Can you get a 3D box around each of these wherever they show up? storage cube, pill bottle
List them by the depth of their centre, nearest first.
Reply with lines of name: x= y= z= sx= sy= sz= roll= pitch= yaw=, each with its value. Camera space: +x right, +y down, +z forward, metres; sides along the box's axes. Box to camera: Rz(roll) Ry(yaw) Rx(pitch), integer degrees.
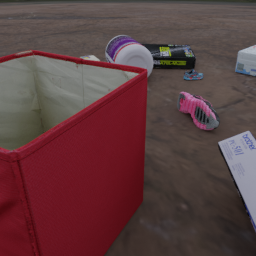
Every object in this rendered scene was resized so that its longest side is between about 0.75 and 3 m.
storage cube: x=-1.303 y=0.482 z=4.043 sx=2.372 sy=2.494 sz=2.775 roll=15 pitch=33 yaw=25
pill bottle: x=-0.054 y=-2.786 z=11.001 sx=1.441 sy=1.441 sz=2.563 roll=-7 pitch=31 yaw=-13

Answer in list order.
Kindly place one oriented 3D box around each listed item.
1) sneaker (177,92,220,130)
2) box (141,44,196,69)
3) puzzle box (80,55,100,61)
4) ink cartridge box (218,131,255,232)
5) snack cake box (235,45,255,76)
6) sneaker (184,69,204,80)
sneaker: x=2.121 y=-0.525 z=7.841 sx=0.868 sy=0.719 sz=1.820 roll=2 pitch=28 yaw=-21
box: x=1.744 y=-3.351 z=12.907 sx=2.405 sy=0.592 sz=2.490 roll=4 pitch=29 yaw=3
puzzle box: x=-1.776 y=-3.175 z=13.057 sx=0.685 sy=0.131 sz=1.029 roll=-12 pitch=31 yaw=-20
ink cartridge box: x=1.981 y=1.250 z=3.797 sx=0.590 sy=1.254 sz=2.668 roll=-23 pitch=25 yaw=14
snack cake box: x=5.877 y=-2.897 z=11.772 sx=2.646 sy=0.889 sz=1.522 roll=-25 pitch=36 yaw=-37
sneaker: x=2.558 y=-2.072 z=10.796 sx=0.828 sy=0.396 sz=0.328 roll=-8 pitch=30 yaw=-14
